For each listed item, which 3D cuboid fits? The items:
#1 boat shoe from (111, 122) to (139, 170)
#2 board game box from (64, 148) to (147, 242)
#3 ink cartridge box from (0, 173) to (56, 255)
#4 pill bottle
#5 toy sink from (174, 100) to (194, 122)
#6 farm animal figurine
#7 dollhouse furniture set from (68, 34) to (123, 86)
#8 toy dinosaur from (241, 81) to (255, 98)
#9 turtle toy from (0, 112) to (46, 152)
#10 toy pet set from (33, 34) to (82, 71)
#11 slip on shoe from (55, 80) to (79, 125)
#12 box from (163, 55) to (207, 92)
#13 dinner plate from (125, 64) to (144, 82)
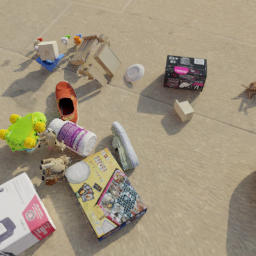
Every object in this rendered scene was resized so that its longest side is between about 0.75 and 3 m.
[{"bbox_3d":[-0.272,0.660,10.880,0.646,0.750,2.084,-21,60,-12],"label":"boat shoe"},{"bbox_3d":[-0.864,2.233,9.925,1.893,0.484,2.795,-26,59,-17],"label":"board game box"},{"bbox_3d":[-4.049,3.069,8.934,2.739,1.155,1.983,-29,60,-19],"label":"ink cartridge box"},{"bbox_3d":[-2.206,0.316,10.945,1.777,0.998,0.998,26,59,16],"label":"pill bottle"},{"bbox_3d":[2.404,-0.799,11.994,0.477,0.555,0.851,-19,56,-13],"label":"toy sink"},{"bbox_3d":[-2.630,0.928,10.137,1.029,1.652,2.046,-10,69,-11],"label":"farm animal figurine"},{"bbox_3d":[-1.875,-3.194,13.810,2.845,1.389,2.426,10,64,42],"label":"dollhouse furniture set"},{"bbox_3d":[6.013,-1.954,12.755,1.687,0.724,1.143,0,45,17],"label":"toy dinosaur"},{"bbox_3d":[-3.959,0.117,11.053,1.500,1.040,2.058,17,56,10],"label":"turtle toy"},{"bbox_3d":[-3.501,-3.722,13.834,2.349,1.247,2.193,-4,28,4],"label":"toy pet set"},{"bbox_3d":[-2.668,-1.180,12.119,0.960,0.793,2.590,-13,55,-7],"label":"slip on shoe"},{"bbox_3d":[2.605,-2.515,12.884,1.832,1.051,1.210,8,54,4],"label":"box"},{"bbox_3d":[0.295,-2.635,13.281,1.002,0.121,1.002,-12,62,23],"label":"dinner plate"}]
